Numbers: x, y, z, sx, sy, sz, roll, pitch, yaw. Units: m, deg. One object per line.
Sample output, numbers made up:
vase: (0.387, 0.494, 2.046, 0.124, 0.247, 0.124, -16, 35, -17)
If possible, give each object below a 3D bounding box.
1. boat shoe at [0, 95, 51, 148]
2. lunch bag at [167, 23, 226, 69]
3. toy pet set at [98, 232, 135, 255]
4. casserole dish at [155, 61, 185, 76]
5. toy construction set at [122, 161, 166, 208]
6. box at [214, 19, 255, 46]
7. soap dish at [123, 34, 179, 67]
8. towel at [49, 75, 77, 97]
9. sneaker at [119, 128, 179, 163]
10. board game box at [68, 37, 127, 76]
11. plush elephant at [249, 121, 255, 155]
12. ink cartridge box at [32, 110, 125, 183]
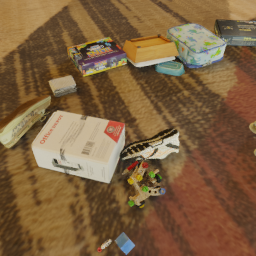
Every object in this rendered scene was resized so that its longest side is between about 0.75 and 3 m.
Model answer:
boat shoe: (-3.587, -0.332, 9.868, 0.918, 0.785, 2.505, -1, 35, 38)
lunch bag: (3.168, -3.921, 13.164, 2.058, 1.055, 2.560, -22, 50, -19)
toy pet set: (-0.202, 2.840, 6.369, 0.747, 0.425, 0.800, -42, 78, -12)
casserole dish: (1.884, -2.734, 12.574, 1.367, 0.265, 0.828, 15, 46, 14)
toy construction set: (0.242, 1.556, 7.801, 1.039, 1.128, 1.352, -36, 33, -16)
box: (5.824, -4.990, 14.621, 2.370, 0.605, 1.869, 3, 46, 4)
soap dish: (0.989, -3.592, 12.824, 2.149, 0.873, 1.691, -14, 35, -16)
towel: (-2.642, -1.707, 11.421, 0.986, 0.422, 0.816, -19, 46, -16)
sneaker: (0.715, 0.728, 8.659, 1.997, 0.799, 0.736, -19, 26, -4)
board game box: (-1.435, -3.341, 12.934, 2.192, 0.622, 1.812, -22, 47, -21)
plush elephant: (4.488, 0.097, 8.977, 1.440, 1.186, 1.115, -6, 55, -46)
ink cartridge box: (-1.448, 0.523, 8.707, 2.373, 0.983, 1.742, 11, 46, 12)
